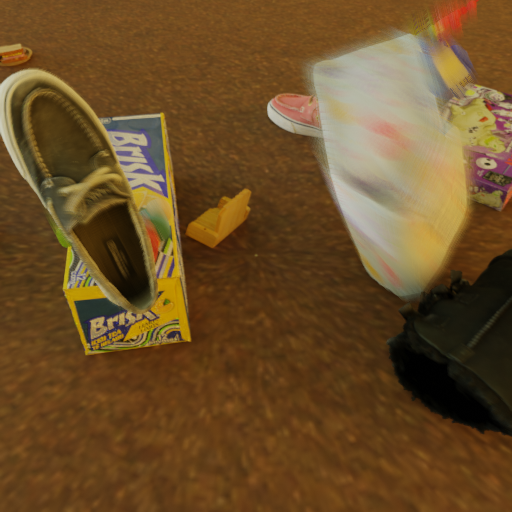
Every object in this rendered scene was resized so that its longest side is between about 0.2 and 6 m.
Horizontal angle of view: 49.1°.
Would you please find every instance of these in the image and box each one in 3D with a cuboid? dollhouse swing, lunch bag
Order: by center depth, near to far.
[{"bbox_3d":[1.934,-1.109,7.797,1.801,2.403,2.834,-11,56,16],"label":"lunch bag"},{"bbox_3d":[-0.613,-0.743,9.034,0.830,0.803,0.913,26,49,25],"label":"dollhouse swing"}]

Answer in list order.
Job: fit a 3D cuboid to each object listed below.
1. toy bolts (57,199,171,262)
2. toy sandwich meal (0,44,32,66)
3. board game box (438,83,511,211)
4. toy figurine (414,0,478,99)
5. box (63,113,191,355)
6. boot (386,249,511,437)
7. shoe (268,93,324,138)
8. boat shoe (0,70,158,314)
[{"bbox_3d":[-1.619,-0.569,6.742,1.252,1.196,0.868,18,45,-1],"label":"toy bolts"},{"bbox_3d":[-6.252,-5.164,14.156,1.177,0.403,1.177,0,42,0],"label":"toy sandwich meal"},{"bbox_3d":[4.444,-2.294,10.981,2.148,0.578,3.578,30,50,23],"label":"board game box"},{"bbox_3d":[3.042,-3.108,9.160,2.121,1.271,1.119,-37,9,-22],"label":"toy figurine"},{"bbox_3d":[-1.915,-0.582,8.468,1.445,1.326,4.123,-6,42,-7],"label":"box"},{"bbox_3d":[3.425,1.190,6.636,2.631,1.188,3.211,-28,42,-30],"label":"boot"},{"bbox_3d":[1.495,-3.059,11.191,2.840,1.292,1.015,26,48,26],"label":"shoe"},{"bbox_3d":[-1.594,-0.592,5.588,0.950,2.636,0.935,-35,26,-19],"label":"boat shoe"}]
